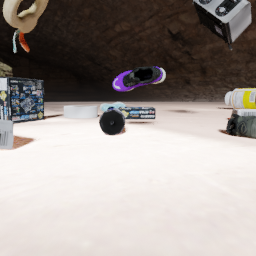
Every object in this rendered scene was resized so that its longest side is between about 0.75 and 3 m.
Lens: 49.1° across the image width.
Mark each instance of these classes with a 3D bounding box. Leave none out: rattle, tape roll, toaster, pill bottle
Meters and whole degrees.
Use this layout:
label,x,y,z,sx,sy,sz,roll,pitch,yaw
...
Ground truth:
label,x,y,z,sx,sy,sz,roll,pitch,yaw
rattle,-2.769,-2.913,6.668,1.379,1.257,1.931,30,-35,-10
tape roll,-2.212,-0.770,13.222,1.570,0.549,1.570,0,7,0
toaster,2.977,-3.592,8.856,1.533,1.006,1.695,51,11,26
pill bottle,-0.405,-0.194,7.650,0.679,0.679,1.214,0,6,-1
pill bottle,8.326,-2.016,19.667,1.532,1.532,2.804,-5,8,-35

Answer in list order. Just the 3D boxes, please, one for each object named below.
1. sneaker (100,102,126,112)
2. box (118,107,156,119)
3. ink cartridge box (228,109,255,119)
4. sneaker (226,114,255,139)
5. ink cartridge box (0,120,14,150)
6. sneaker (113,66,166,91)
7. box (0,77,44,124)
label,x,y,z,sx,sy,sz,roll,pitch,yaw
sneaker,-0.730,-1.074,16.096,1.762,0.651,0.722,-10,27,-37
box,0.393,-0.726,13.056,1.680,0.486,2.114,0,7,1
ink cartridge box,5.218,-0.562,11.579,1.838,0.645,2.262,1,11,9
sneaker,3.156,-0.120,7.273,0.923,0.616,1.612,14,19,38
ink cartridge box,-3.727,-0.012,5.296,2.534,0.723,2.060,-1,-6,40
sneaker,0.148,-1.210,6.675,1.364,0.474,0.678,-11,0,26
box,-4.057,-1.071,10.877,0.486,1.681,2.114,2,7,18
